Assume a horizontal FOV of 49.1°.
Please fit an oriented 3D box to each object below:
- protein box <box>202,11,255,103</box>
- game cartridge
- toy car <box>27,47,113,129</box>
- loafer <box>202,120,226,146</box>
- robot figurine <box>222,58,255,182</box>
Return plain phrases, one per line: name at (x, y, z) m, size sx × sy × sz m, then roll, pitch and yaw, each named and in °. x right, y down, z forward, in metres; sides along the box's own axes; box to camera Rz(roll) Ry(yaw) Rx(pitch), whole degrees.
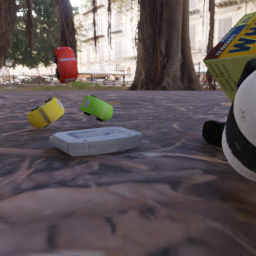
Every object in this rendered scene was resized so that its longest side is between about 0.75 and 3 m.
protein box at (3.255, -1.058, 5.478) m, size 1.581 × 2.326 × 2.344 m, roll -47°, pitch 23°, yaw -10°
game cartridge at (-0.558, 0.231, 5.293) m, size 1.556 × 0.318 × 1.036 m, roll -6°, pitch 9°, yaw -34°
toy car at (-1.309, -0.783, 7.658) m, size 2.209 × 2.348 × 0.524 m, roll 24°, pitch -4°, yaw -27°
loafer at (1.961, 0.151, 5.411) m, size 0.467 × 0.477 × 1.308 m, roll 5°, pitch 8°, yaw -28°
robot figurine at (1.624, 0.007, 3.041) m, size 1.267 × 1.052 × 1.686 m, roll 29°, pitch -15°, yaw 22°
